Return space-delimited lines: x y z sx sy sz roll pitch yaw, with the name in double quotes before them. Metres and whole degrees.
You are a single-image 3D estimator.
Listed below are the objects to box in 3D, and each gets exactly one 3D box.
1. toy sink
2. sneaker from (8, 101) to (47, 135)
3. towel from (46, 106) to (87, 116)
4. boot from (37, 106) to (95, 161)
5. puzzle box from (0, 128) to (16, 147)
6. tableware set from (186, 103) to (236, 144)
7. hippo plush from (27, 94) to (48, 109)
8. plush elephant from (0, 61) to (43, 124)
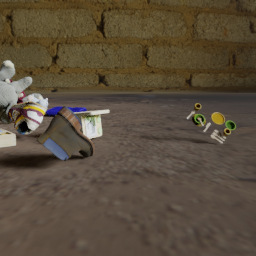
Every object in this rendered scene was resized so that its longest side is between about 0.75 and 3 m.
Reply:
"toy sink" -1.012 -0.065 6.437 1.085 0.608 0.707 -3 6 29
"sneaker" -2.559 -0.175 6.711 0.577 0.693 1.538 32 -28 -33
"towel" -2.501 -0.688 11.538 1.466 0.363 1.083 1 7 6
"boot" -0.955 0.254 4.384 0.484 1.295 0.627 32 68 28
"puzzle box" -3.546 0.182 6.245 1.392 0.266 2.093 -7 12 -40
"tableware set" 1.853 -0.169 6.171 1.005 0.154 0.677 38 62 13
"hippo plush" -3.245 -0.801 10.035 0.681 0.675 0.848 13 6 -8
"plush elephant" -4.130 -1.188 9.606 1.986 2.113 2.565 -10 27 51
